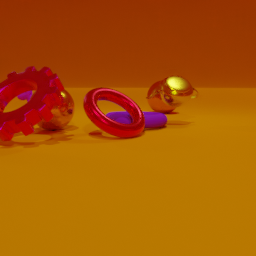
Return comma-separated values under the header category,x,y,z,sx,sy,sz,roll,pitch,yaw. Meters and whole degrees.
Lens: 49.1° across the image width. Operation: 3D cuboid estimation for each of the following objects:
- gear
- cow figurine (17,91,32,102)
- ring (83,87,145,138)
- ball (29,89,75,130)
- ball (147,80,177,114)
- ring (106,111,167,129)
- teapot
category,x,y,z,sx,sy,sz,roll,pitch,yaw
gear,-2.101,-0.529,5.430,1.721,0.318,1.721,-10,48,11
cow figurine,-3.212,-1.015,9.768,1.197,1.178,0.657,-7,2,-8
ring,-0.283,-0.365,6.211,1.489,0.298,1.489,21,36,-16
ball,-1.872,-0.496,6.901,1.109,1.109,1.109,0,9,0
ball,1.381,-1.199,10.851,1.295,1.295,1.295,0,9,0
ring,0.210,-0.236,7.545,1.694,0.339,1.694,1,7,0
teapot,1.260,-0.965,7.788,1.503,0.736,0.934,1,47,-10
